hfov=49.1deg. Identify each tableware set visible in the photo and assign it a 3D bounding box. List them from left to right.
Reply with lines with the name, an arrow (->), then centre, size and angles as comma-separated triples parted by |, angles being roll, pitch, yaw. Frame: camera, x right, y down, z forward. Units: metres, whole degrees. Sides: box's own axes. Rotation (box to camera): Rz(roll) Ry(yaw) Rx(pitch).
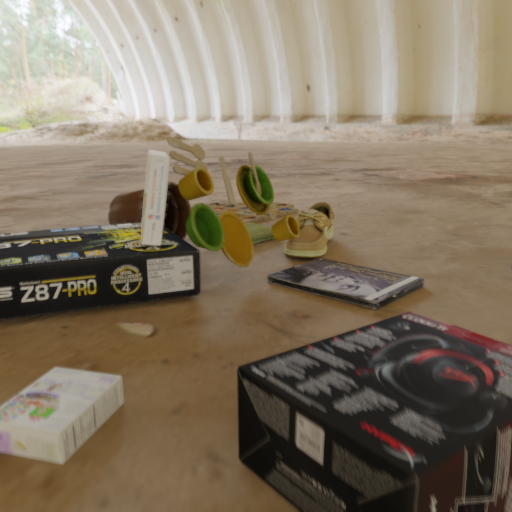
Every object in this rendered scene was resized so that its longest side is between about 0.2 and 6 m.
tableware set -> -0.205, -0.821, 9.434 | 0.480, 2.107, 3.128 | -21, -18, 29

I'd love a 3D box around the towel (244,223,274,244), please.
towel -> -0.134, -0.474, 11.974 | 0.885, 0.218, 1.194 | 18, 20, 33

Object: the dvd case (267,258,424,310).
dvd case -> 1.409, 0.390, 8.945 | 2.020, 0.161, 1.502 | 13, 19, 40

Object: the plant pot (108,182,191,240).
plant pot -> -2.278, -0.857, 11.732 | 1.312, 1.325, 1.325 | 1, 13, 32

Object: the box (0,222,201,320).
box -> -2.782, 0.138, 8.637 | 3.276, 0.804, 2.641 | -6, 13, -22

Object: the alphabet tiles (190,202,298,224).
alphabet tiles -> -0.478, -1.232, 15.283 | 2.591, 0.117, 3.099 | 11, 18, 38

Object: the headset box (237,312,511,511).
headset box -> 1.258, 1.219, 4.344 | 2.300, 0.863, 1.709 | -11, 18, -36

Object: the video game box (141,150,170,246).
video game box -> -1.566, -0.930, 8.604 | 0.333, 1.297, 1.424 | 7, 12, -13

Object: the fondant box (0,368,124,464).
fondant box -> -1.742, 1.364, 4.943 | 0.733, 0.296, 1.017 | 4, 14, 15

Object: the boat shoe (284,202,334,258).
boat shoe -> 1.079, -0.557, 11.269 | 0.868, 0.779, 2.346 | 5, 18, 13
